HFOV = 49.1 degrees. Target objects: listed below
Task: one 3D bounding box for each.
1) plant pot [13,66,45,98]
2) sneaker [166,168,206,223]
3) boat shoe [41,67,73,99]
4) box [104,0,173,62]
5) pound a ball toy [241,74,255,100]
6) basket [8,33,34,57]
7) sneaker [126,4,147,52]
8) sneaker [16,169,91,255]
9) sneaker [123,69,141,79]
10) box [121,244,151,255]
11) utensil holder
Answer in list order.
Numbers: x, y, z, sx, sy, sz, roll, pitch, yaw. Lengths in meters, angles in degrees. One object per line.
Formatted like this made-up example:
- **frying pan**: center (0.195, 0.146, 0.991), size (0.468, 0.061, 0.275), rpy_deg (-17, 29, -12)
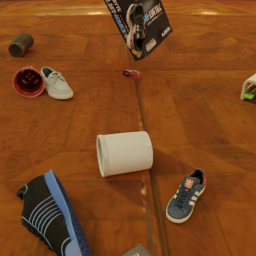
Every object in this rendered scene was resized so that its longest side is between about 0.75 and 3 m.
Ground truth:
- **plant pot**: center (-4.172, -2.057, 11.865), size (1.234, 1.234, 1.200), rpy_deg (-9, 26, -13)
- **sneaker**: center (1.406, 1.539, 6.722), size (0.601, 0.677, 1.602), rpy_deg (19, 38, 26)
- **boat shoe**: center (-3.136, -1.973, 11.909), size (0.847, 0.865, 2.428), rpy_deg (-22, 39, -30)
- **box**: center (0.478, -4.458, 10.810), size (0.712, 2.846, 2.867), rpy_deg (-11, 28, 40)
- **pound a ball toy**: center (6.122, -1.831, 11.417), size (1.809, 1.179, 2.775), rpy_deg (28, 43, 36)
- **basket**: center (-6.201, -4.720, 16.062), size (1.285, 0.969, 1.425), rpy_deg (-15, 36, 12)
- **sneaker**: center (0.324, -2.776, 7.859), size (0.538, 1.340, 0.579), rpy_deg (-23, 48, -21)
- **sneaker**: center (-1.618, 2.048, 5.887), size (1.027, 0.924, 2.636), rpy_deg (-30, 43, -10)
- **sneaker**: center (0.224, -2.624, 13.348), size (0.975, 0.393, 0.364), rpy_deg (21, 36, 29)
- **box**: center (-0.271, 3.317, 3.985), size (2.827, 0.683, 2.239), rpy_deg (-21, 39, -29)
- **utensil holder**: center (-0.111, 0.689, 7.650), size (1.334, 1.133, 1.133), rpy_deg (-5, 33, -14)
